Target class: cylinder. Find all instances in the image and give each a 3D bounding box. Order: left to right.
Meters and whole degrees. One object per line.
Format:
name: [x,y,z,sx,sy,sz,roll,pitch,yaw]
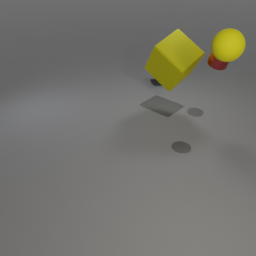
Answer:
cylinder: [3.182,-2.466,9.625,0.700,0.700,0.700,6,46,-6]

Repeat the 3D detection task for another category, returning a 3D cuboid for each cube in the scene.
cube: [1.731,-2.547,10.644,1.400,1.400,1.400,45,65,7]

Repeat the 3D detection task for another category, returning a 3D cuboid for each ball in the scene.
ball: [2.177,-1.799,6.099,0.700,0.700,0.700,0,29,0]
